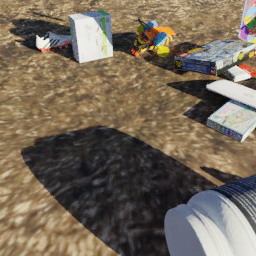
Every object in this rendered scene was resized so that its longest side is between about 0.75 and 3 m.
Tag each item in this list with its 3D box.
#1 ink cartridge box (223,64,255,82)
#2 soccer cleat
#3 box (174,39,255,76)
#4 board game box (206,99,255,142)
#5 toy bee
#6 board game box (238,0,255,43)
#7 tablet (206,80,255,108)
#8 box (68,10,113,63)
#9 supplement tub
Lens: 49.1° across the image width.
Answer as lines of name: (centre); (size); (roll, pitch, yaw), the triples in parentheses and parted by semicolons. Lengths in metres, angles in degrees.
ink cartridge box: (4.016, -2.072, 9.995); (1.137, 0.269, 0.910); (-17, 40, -12)
soccer cleat: (-3.049, -3.713, 11.723); (1.668, 0.711, 0.572); (-24, 45, -26)
box: (3.257, -2.662, 10.282); (2.642, 0.527, 1.809); (-28, 34, -30)
board game box: (3.069, -0.301, 7.834); (1.043, 0.266, 1.552); (31, 48, 32)
toy bee: (0.760, -3.551, 11.184); (2.586, 1.406, 1.693); (9, 45, -41)
board game box: (3.884, -2.918, 6.665); (2.151, 2.723, 0.530); (-17, 60, 3)
tablet: (3.683, -0.959, 8.440); (2.342, 0.160, 1.524); (29, 32, 31)
box: (-1.394, -3.485, 10.707); (1.440, 1.632, 0.789); (-18, 41, -20)
supplement tub: (1.915, 1.618, 4.343); (2.319, 1.627, 1.627); (-13, 41, -16)
